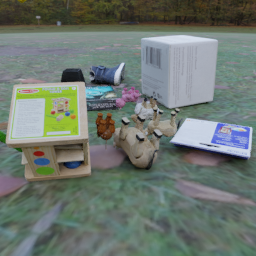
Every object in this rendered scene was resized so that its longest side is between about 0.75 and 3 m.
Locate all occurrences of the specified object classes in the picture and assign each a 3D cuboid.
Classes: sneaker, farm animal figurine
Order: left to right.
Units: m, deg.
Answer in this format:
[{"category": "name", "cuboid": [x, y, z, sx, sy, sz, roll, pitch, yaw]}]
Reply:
[{"category": "sneaker", "cuboid": [-0.891, -2.444, 12.263, 1.453, 0.765, 2.011, 6, 24, 8]}, {"category": "farm animal figurine", "cuboid": [0.195, 0.023, 6.084, 1.591, 0.991, 1.970, 21, 34, 16]}]

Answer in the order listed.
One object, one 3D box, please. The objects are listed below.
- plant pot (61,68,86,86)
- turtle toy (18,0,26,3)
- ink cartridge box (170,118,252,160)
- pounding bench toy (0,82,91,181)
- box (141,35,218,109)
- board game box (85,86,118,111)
[{"category": "plant pot", "cuboid": [-2.175, -1.913, 10.998, 0.859, 0.764, 0.861, 1, 23, 5]}, {"category": "turtle toy", "cuboid": [-2.389, -3.548, 6.577, 1.022, 0.709, 1.403, -37, 1, 1]}, {"category": "ink cartridge box", "cuboid": [1.886, 0.277, 6.249, 1.582, 0.376, 1.601, 11, 27, 22]}, {"category": "pounding bench toy", "cuboid": [-1.633, 0.157, 4.907, 1.874, 1.461, 1.164, -4, 55, -9]}, {"category": "box", "cuboid": [1.632, -1.983, 9.457, 1.763, 2.058, 2.048, -12, 25, -20]}, {"category": "board game box", "cuboid": [-1.761, -0.985, 9.243, 2.710, 0.382, 1.833, -4, 22, -11]}]
